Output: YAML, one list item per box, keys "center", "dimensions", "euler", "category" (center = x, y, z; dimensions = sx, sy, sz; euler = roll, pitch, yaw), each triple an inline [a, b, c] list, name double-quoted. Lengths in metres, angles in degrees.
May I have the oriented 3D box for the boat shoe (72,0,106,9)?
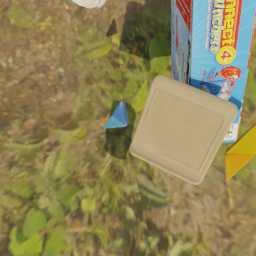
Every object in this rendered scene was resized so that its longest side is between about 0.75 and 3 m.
- center: [-0.787, -3.539, 5.180]
  dimensions: [0.887, 1.024, 2.402]
  euler: [22, 115, 21]
  category: "boat shoe"

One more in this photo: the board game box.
- center: [1.293, -1.739, 4.938]
  dimensions: [0.826, 2.894, 2.956]
  euler: [-3, 35, 5]
  category: "board game box"

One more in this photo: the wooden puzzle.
- center: [0.724, 0.040, 3.859]
  dimensions: [1.985, 0.232, 1.339]
  euler: [31, 114, 10]
  category: "wooden puzzle"
